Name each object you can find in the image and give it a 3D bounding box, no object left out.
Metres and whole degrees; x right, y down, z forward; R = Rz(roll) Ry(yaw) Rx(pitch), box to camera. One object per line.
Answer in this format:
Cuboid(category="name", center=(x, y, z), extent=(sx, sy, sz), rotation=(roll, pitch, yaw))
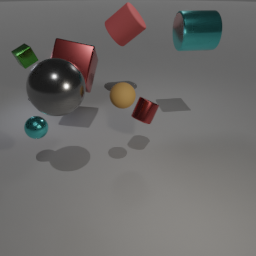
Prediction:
Cuboid(category="ball", center=(-2.764, -0.014, 8.450), extent=(0.700, 0.700, 0.700), rotation=(0, 28, 0))
Cuboid(category="cylinder", center=(2.513, -3.578, 10.330), extent=(1.400, 1.400, 1.400), rotation=(-4, 28, -8))
Cuboid(category="ball", center=(-0.144, -0.868, 7.494), extent=(0.700, 0.700, 0.700), rotation=(0, 28, 0))
Cuboid(category="ball", center=(-1.740, -0.984, 6.822), extent=(1.400, 1.400, 1.400), rotation=(0, 28, 0))
Cuboid(category="cube", center=(-1.977, -2.241, 10.277), extent=(1.400, 1.400, 1.400), rotation=(12, -5, 0))
Cuboid(category="cube", center=(-4.447, -3.106, 12.080), extent=(0.700, 0.700, 0.700), rotation=(-40, 45, -17))
Cuboid(category="cylinder", center=(-0.117, -4.753, 12.924), extent=(1.400, 1.400, 1.400), rotation=(-32, 18, 24))
Cuboid(category="cylinder", center=(0.553, -0.561, 9.074), extent=(0.700, 0.700, 0.700), rotation=(24, 8, -4))
